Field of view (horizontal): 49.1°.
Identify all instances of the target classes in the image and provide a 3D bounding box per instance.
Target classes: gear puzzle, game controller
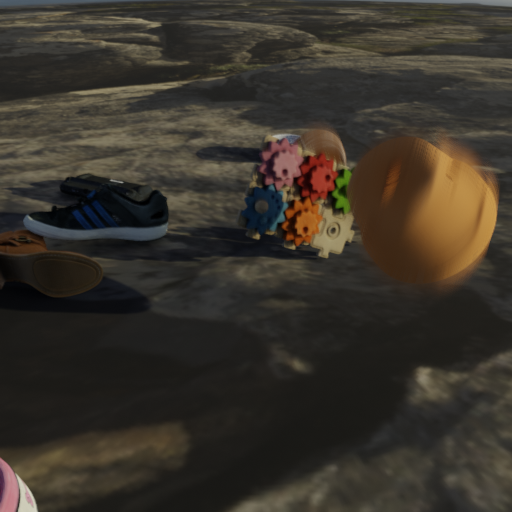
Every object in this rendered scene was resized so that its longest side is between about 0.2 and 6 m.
[{"bbox_3d":[1.220,-0.757,9.276,3.153,1.633,0.413,14,9,-33],"label":"gear puzzle"},{"bbox_3d":[-3.187,-1.412,11.976,1.964,0.414,1.025,14,19,21],"label":"game controller"}]

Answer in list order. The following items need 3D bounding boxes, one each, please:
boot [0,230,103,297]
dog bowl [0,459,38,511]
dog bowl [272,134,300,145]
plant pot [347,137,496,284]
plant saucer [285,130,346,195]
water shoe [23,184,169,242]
[{"bbox_3d":[-3.563,0.063,9.184,2.053,0.787,1.593,-7,22,-11],"label":"boot"},{"bbox_3d":[-2.922,2.466,5.072,1.716,0.633,1.716,1,30,0],"label":"dog bowl"},{"bbox_3d":[0.760,-2.654,13.926,1.074,0.423,1.074,0,30,0],"label":"dog bowl"},{"bbox_3d":[2.024,-0.702,7.371,1.806,1.264,1.806,-23,51,31],"label":"plant pot"},{"bbox_3d":[1.025,-1.435,9.409,1.320,1.320,0.227,-17,31,-26],"label":"plant saucer"},{"bbox_3d":[-2.795,-0.823,9.923,2.454,0.968,0.877,1,17,-19],"label":"water shoe"}]
